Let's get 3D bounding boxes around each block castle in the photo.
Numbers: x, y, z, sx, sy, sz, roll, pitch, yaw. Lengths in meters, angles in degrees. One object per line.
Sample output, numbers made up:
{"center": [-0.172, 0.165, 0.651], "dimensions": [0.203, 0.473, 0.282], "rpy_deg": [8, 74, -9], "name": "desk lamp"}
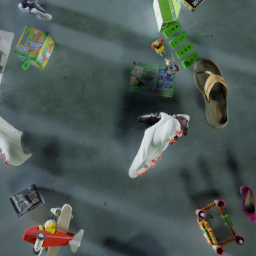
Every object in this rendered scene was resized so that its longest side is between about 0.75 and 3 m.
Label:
{"center": [3.383, 3.670, 10.424], "dimensions": [1.174, 0.824, 1.757], "rpy_deg": [-26, 83, -3], "name": "block castle"}

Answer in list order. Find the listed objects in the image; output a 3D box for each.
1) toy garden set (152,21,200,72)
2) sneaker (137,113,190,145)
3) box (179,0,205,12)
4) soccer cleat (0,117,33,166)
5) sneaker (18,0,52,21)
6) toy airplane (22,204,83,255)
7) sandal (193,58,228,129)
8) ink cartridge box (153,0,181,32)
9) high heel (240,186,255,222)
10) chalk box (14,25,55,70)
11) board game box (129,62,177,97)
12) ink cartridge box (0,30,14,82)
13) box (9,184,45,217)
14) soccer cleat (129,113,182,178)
{"center": [1.882, -3.155, 11.373], "dimensions": [1.454, 0.348, 1.744], "rpy_deg": [-38, 105, -8], "name": "toy garden set"}
{"center": [1.396, 0.046, 10.965], "dimensions": [2.077, 0.786, 1.200], "rpy_deg": [0, 85, -1], "name": "sneaker"}
{"center": [2.853, -5.715, 11.993], "dimensions": [0.967, 0.299, 1.211], "rpy_deg": [43, 84, 4], "name": "box"}
{"center": [-4.740, 0.177, 10.917], "dimensions": [1.063, 0.949, 2.740], "rpy_deg": [-30, 89, -11], "name": "soccer cleat"}
{"center": [-3.792, -5.144, 11.765], "dimensions": [1.498, 0.565, 0.852], "rpy_deg": [23, 85, 5], "name": "sneaker"}
{"center": [-2.613, 3.871, 10.285], "dimensions": [1.916, 1.352, 1.908], "rpy_deg": [-33, 122, -13], "name": "toy airplane"}
{"center": [3.423, -1.443, 11.065], "dimensions": [1.188, 0.799, 2.957], "rpy_deg": [-8, 81, -9], "name": "sandal"}
{"center": [1.517, -4.840, 11.145], "dimensions": [0.651, 1.719, 1.270], "rpy_deg": [-11, 82, -2], "name": "ink cartridge box"}
{"center": [4.619, 2.898, 10.605], "dimensions": [0.473, 0.674, 1.402], "rpy_deg": [-18, 83, -2], "name": "high heel"}
{"center": [-3.798, -3.072, 11.274], "dimensions": [0.995, 1.000, 1.607], "rpy_deg": [21, 84, 3], "name": "chalk box"}
{"center": [0.988, -1.960, 11.306], "dimensions": [1.774, 0.258, 1.194], "rpy_deg": [9, 97, 3], "name": "board game box"}
{"center": [-5.916, -2.823, 11.224], "dimensions": [1.743, 1.002, 2.977], "rpy_deg": [13, 82, 2], "name": "ink cartridge box"}
{"center": [-3.896, 2.793, 10.821], "dimensions": [1.081, 0.269, 0.852], "rpy_deg": [-30, 83, -3], "name": "box"}
{"center": [0.869, 0.695, 10.657], "dimensions": [1.085, 0.969, 2.798], "rpy_deg": [44, 103, 23], "name": "soccer cleat"}
